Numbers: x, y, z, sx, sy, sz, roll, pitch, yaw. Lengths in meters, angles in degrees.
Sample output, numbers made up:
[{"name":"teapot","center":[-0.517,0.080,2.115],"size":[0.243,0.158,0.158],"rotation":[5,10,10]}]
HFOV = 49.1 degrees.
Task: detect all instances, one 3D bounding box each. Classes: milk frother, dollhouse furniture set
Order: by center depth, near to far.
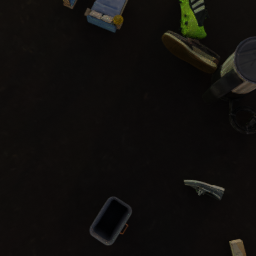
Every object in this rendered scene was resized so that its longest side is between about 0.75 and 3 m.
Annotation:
[{"name":"milk frother","center":[4.286,-1.312,9.893],"size":[2.672,2.514,2.412],"rotation":[36,85,5]},{"name":"dollhouse furniture set","center":[-1.027,-5.612,10.861],"size":[2.726,1.779,2.574],"rotation":[25,83,3]}]

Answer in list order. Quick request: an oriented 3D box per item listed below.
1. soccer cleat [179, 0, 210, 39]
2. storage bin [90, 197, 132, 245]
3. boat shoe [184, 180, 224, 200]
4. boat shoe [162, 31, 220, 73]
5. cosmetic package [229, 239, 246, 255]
[{"name":"soccer cleat","center":[2.697,-4.914,11.290],"size":[1.168,0.973,2.882],"rotation":[10,77,-23]},{"name":"storage bin","center":[-0.523,3.257,10.015],"size":[1.100,1.015,1.511],"rotation":[32,84,4]},{"name":"boat shoe","center":[2.800,2.281,10.388],"size":[1.531,0.557,0.473],"rotation":[15,78,-3]},{"name":"boat shoe","center":[2.487,-3.092,11.015],"size":[2.468,0.904,0.800],"rotation":[33,77,-7]},{"name":"cosmetic package","center":[4.033,4.531,10.205],"size":[0.423,0.286,0.804],"rotation":[-13,82,-2]}]
